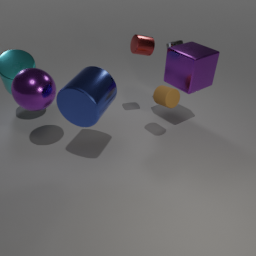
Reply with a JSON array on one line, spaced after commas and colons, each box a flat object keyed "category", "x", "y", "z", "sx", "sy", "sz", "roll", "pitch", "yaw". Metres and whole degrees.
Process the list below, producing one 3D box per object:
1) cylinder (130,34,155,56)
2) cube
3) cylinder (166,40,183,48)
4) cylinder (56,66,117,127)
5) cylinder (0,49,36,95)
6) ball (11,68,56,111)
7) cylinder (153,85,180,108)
[{"category": "cylinder", "x": 0.539, "y": -3.102, "z": 10.509, "sx": 0.700, "sy": 0.700, "sz": 0.700, "roll": 1, "pitch": 29, "yaw": -24}, {"category": "cube", "x": 2.397, "y": -2.344, "z": 10.755, "sx": 1.400, "sy": 1.400, "sz": 1.400, "roll": -23, "pitch": 43, "yaw": -31}, {"category": "cylinder", "x": 1.998, "y": -3.240, "z": 11.724, "sx": 0.700, "sy": 0.700, "sz": 0.700, "roll": -10, "pitch": 7, "yaw": 1}, {"category": "cylinder", "x": -1.229, "y": -0.969, "z": 8.585, "sx": 1.400, "sy": 1.400, "sz": 1.400, "roll": 11, "pitch": 41, "yaw": 18}, {"category": "cylinder", "x": -4.363, "y": -2.162, "z": 11.230, "sx": 1.400, "sy": 1.400, "sz": 1.400, "roll": 4, "pitch": 67, "yaw": -9}, {"category": "ball", "x": -3.054, "y": -1.247, "z": 9.127, "sx": 1.400, "sy": 1.400, "sz": 1.400, "roll": 0, "pitch": 31, "yaw": 0}, {"category": "cylinder", "x": 1.383, "y": -1.126, "z": 10.052, "sx": 0.700, "sy": 0.700, "sz": 0.700, "roll": -20, "pitch": 28, "yaw": -29}]
